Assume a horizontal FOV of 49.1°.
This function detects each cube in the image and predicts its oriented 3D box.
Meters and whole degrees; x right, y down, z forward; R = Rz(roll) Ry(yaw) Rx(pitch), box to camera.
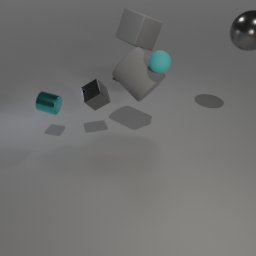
[{"bbox_3d":[0.527,-4.703,13.428,1.400,1.400,1.400,-3,32,-47],"label":"cube"},{"bbox_3d":[-1.141,-1.170,9.906,0.700,0.700,0.700,-27,58,16],"label":"cube"}]

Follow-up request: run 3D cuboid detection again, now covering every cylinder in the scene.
[{"bbox_3d":[-2.793,-0.877,9.912,0.700,0.700,0.700,15,34,5],"label":"cylinder"},{"bbox_3d":[0.398,-1.904,10.057,1.400,1.400,1.400,46,43,2],"label":"cylinder"}]

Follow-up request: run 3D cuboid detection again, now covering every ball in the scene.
[{"bbox_3d":[4.425,-3.513,10.150,1.400,1.400,1.400,0,32,0],"label":"ball"},{"bbox_3d":[1.026,-2.132,9.022,0.700,0.700,0.700,0,32,0],"label":"ball"}]
